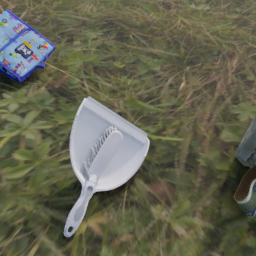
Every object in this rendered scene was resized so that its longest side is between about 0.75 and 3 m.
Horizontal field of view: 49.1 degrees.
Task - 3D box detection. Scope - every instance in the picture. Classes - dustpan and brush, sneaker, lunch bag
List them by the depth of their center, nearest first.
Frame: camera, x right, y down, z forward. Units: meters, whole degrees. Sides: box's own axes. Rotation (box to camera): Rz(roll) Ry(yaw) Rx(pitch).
[{"bbox_3d":[2.652,1.327,5.879,1.244,0.417,0.559,-39,102,-37],"label":"sneaker"},{"bbox_3d":[-0.689,0.913,5.967,1.911,0.784,2.739,32,79,-22],"label":"dustpan and brush"},{"bbox_3d":[3.746,-0.214,6.262,2.570,2.108,1.511,-25,56,-22],"label":"lunch bag"},{"bbox_3d":[-3.603,-2.496,9.096,2.217,1.043,1.669,34,65,7],"label":"lunch bag"}]
